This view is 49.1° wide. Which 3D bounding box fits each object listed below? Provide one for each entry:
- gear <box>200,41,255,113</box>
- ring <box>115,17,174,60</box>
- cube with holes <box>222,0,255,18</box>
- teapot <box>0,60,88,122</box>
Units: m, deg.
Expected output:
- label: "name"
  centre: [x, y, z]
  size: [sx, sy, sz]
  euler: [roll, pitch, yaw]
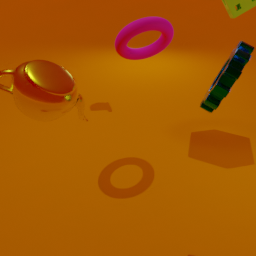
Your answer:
- label: "gear"
  centre: [1.441, -0.739, 4.142]
  size: [0.201, 1.088, 1.088]
  euler: [31, 37, 7]
- label: "ring"
  centre: [0.376, -2.035, 6.485]
  size: [1.400, 1.400, 0.280]
  euler: [-10, 73, -17]
- label: "cube with holes"
  centre: [3.093, -3.806, 7.464]
  size: [1.202, 1.202, 1.202]
  euler: [-27, 12, 23]
- label: "teapot"
  centre: [-1.147, -0.458, 3.950]
  size: [1.467, 0.718, 0.912]
  euler: [19, 39, -24]
